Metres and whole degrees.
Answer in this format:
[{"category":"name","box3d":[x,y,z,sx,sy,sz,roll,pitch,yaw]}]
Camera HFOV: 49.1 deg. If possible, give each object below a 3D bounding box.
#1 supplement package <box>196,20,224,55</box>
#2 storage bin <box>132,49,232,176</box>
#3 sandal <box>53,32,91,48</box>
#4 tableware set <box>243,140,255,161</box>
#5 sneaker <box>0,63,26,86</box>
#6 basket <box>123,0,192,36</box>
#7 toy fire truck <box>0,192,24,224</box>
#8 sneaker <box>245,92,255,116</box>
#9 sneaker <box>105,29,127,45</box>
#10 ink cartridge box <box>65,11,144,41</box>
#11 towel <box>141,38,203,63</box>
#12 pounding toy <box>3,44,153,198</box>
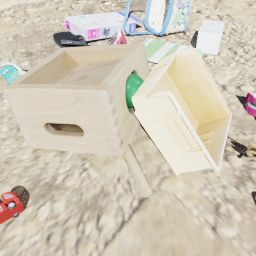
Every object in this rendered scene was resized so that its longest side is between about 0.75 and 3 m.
[{"category":"supplement package","box3d":[3.157,-3.495,10.752,0.828,0.831,1.417,13,40,16]},{"category":"storage bin","box3d":[1.224,-0.406,5.897,0.933,1.977,1.991,-19,25,38]},{"category":"sandal","box3d":[-2.130,-3.253,10.645,1.041,0.586,2.737,-26,45,-29]},{"category":"tableware set","box3d":[2.868,0.782,5.444,1.286,0.850,0.258,34,82,25]},{"category":"sneaker","box3d":[-3.351,-1.417,8.326,1.744,0.676,0.695,29,55,31]},{"category":"basket","box3d":[1.207,-5.099,11.512,2.779,2.450,1.933,-4,32,-20]},{"category":"toy fire truck","box3d":[-2.619,1.446,4.949,1.284,0.313,0.906,-27,46,-30]},{"category":"sneaker","box3d":[3.667,-0.380,6.926,0.780,0.719,1.769,-8,40,-6]},{"category":"sneaker","box3d":[-0.468,-3.004,10.184,0.777,0.839,2.081,-15,30,15]},{"category":"ink cartridge box","box3d":[-0.969,-4.439,12.046,2.966,0.622,1.770,-22,44,-29]},{"category":"towel","box3d":[1.383,-2.699,10.234,2.309,0.270,1.761,19,43,21]},{"category":"pounding toy","box3d":[-0.650,-0.362,6.219,2.960,2.104,2.725,4,37,22]}]
